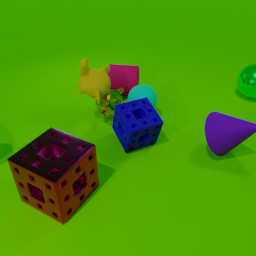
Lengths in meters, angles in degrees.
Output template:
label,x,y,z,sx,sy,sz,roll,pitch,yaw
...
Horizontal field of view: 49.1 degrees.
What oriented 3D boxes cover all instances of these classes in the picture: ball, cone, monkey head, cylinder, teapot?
label,x,y,z,sx,sy,sz,roll,pitch,yaw
ball,0.452,-0.891,8.728,0.917,0.917,0.917,0,36,0
cone,2.795,0.058,7.043,1.223,1.219,1.219,-14,18,48
monkey head,-0.976,-1.457,8.230,0.953,1.138,1.582,10,51,1
cylinder,-0.189,-1.733,10.172,1.104,1.104,1.104,5,36,6
ball,4.513,-1.662,9.968,1.225,1.225,1.225,0,36,0
teapot,-0.556,-0.780,8.948,0.767,0.974,1.567,-13,36,43

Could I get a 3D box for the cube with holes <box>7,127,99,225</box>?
label,x,y,z,sx,sy,sz,roll,pitch,yaw
cube with holes,-1.581,1.016,6.252,1.297,1.297,1.297,19,40,24

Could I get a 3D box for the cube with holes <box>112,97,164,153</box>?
label,x,y,z,sx,sy,sz,roll,pitch,yaw
cube with holes,0.234,-0.084,7.778,0.975,0.975,0.975,-16,56,-22
